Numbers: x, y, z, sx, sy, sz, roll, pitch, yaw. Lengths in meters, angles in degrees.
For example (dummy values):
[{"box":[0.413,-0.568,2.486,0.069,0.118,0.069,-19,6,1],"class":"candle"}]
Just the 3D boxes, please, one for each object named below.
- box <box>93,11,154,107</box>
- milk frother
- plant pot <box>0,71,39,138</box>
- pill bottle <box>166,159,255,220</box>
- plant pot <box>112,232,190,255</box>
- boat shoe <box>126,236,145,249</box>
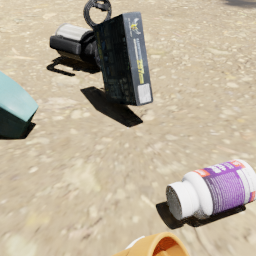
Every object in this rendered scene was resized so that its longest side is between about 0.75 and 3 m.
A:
[{"box":[-0.168,-1.808,7.700,0.590,2.314,1.825,-17,16,-28],"class":"box"},{"box":[-1.652,-3.676,10.541,2.169,2.306,2.081,22,8,26],"class":"milk frother"},{"box":[-3.242,-0.571,7.108,1.639,1.158,1.159,32,34,-12],"class":"plant pot"},{"box":[1.519,1.157,5.162,1.540,0.858,0.858,-12,37,-17],"class":"pill bottle"},{"box":[0.119,2.102,3.276,1.082,1.546,1.546,-20,27,26],"class":"plant pot"},{"box":[0.142,1.929,4.381,0.272,0.266,0.763,45,19,24],"class":"boat shoe"}]
